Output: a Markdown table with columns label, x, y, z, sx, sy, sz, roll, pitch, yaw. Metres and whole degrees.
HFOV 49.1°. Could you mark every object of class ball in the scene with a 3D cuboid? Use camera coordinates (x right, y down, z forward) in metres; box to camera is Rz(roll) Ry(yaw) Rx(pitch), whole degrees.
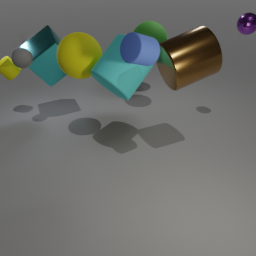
| label | x | y | z | sx | sy | sz | roll | pitch | yaw |
| --- | --- | --- | --- | --- | --- | --- | --- | --- | --- |
| ball | -1.495 | -2.230 | 8.679 | 1.400 | 1.400 | 1.400 | 0 | 29 | 0 |
| ball | 0.850 | -3.493 | 11.092 | 1.400 | 1.400 | 1.400 | 0 | 29 | 0 |
| ball | -3.645 | -2.409 | 9.643 | 0.700 | 0.700 | 0.700 | 0 | 29 | 0 |
| ball | 4.008 | -3.485 | 9.366 | 0.700 | 0.700 | 0.700 | 0 | 29 | 0 |

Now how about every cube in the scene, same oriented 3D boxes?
| label | x | y | z | sx | sy | sz | roll | pitch | yaw |
| --- | --- | --- | --- | --- | --- | --- | --- | --- | --- |
| cube | -3.056 | -2.778 | 10.878 | 1.400 | 1.400 | 1.400 | -35 | 51 | 7 |

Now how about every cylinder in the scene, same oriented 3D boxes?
| label | x | y | z | sx | sy | sz | roll | pitch | yaw |
| --- | --- | --- | --- | --- | --- | --- | --- | --- | --- |
| cylinder | -4.803 | -2.386 | 11.216 | 0.700 | 0.700 | 0.700 | -24 | 41 | 23 |
| cylinder | 1.679 | -1.956 | 7.925 | 1.400 | 1.400 | 1.400 | -24 | 33 | -6 |
| cylinder | -0.158 | -1.782 | 8.308 | 1.400 | 1.400 | 1.400 | 32 | 84 | 43 |
| cylinder | 0.289 | -1.870 | 6.701 | 0.700 | 0.700 | 0.700 | 26 | 21 | 39 |
